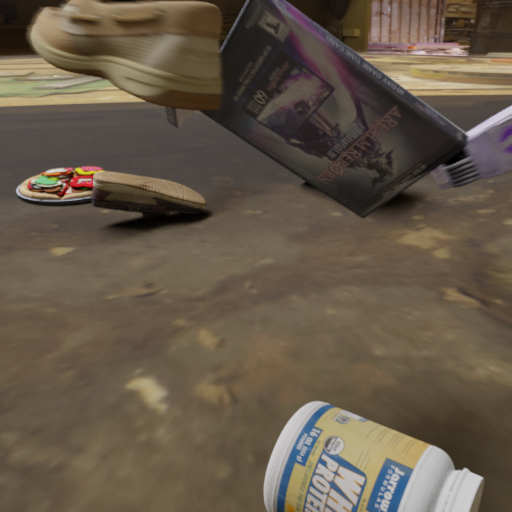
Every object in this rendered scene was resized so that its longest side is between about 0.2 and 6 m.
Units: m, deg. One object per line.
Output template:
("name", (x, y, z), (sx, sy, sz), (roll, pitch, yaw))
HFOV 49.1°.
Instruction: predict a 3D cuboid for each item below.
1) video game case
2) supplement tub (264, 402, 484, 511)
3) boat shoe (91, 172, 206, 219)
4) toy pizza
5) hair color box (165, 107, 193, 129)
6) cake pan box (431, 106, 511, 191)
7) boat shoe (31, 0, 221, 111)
("video game case", (0.533, -1.154, 4.720), (1.973, 1.410, 0.187), (32, 60, -11))
("supplement tub", (0.778, 1.597, 3.760), (1.242, 0.899, 0.899), (15, 28, 31))
("boat shoe", (-1.881, -0.978, 9.811), (1.998, 0.647, 0.719), (8, 27, -27))
("toy pizza", (-3.771, -1.508, 11.367), (2.077, 0.329, 2.077), (0, 24, 0))
("hair color box", (-1.498, -2.965, 10.835), (0.295, 0.975, 0.487), (38, 70, 11))
("cake pan box", (2.854, -1.384, 5.782), (1.975, 0.516, 1.819), (-30, 0, 0))
("boat shoe", (-1.088, -1.867, 4.631), (0.877, 0.794, 2.461), (-14, 34, -43))
